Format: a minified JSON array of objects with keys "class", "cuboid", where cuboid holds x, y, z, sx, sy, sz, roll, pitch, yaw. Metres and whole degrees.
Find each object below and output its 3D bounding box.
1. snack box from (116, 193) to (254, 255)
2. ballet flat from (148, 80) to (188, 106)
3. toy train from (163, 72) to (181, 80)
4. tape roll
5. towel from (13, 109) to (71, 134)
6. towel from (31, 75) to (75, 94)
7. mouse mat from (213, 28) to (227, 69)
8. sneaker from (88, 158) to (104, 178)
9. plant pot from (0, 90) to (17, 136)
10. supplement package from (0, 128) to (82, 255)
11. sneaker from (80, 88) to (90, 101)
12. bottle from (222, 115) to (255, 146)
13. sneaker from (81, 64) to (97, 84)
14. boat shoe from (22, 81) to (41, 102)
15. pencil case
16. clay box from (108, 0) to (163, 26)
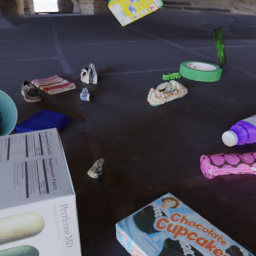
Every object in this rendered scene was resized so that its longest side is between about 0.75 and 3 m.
[{"class":"snack box","cuboid":[1.074,2.202,4.857,1.427,0.456,2.456,-20,34,-33]},{"class":"ballet flat","cuboid":[1.755,-1.565,11.704,0.898,0.759,2.374,24,35,37]},{"class":"toy train","cuboid":[2.233,-2.649,14.258,1.031,0.291,0.215,-12,30,-21]},{"class":"tape roll","cuboid":[3.736,-2.943,14.441,2.085,0.501,2.085,4,27,-2]},{"class":"towel","cuboid":[-2.805,-0.067,9.314,1.190,0.399,1.612,16,31,15]},{"class":"towel","cuboid":[-3.534,-2.081,13.269,1.381,0.218,1.917,-23,35,-35]},{"class":"mouse mat","cuboid":[2.032,-1.759,6.141,0.039,0.826,1.026,-7,17,30]},{"class":"sneaker","cuboid":[-0.793,1.047,7.312,0.301,0.299,0.831,39,25,-2]},{"class":"plant pot","cuboid":[-4.447,-0.377,8.794,1.658,1.658,1.111,-18,6,-30]},{"class":"supplement package","cuboid":[-2.245,1.488,4.505,2.663,2.021,2.006,-9,29,-17]},{"class":"sneaker","cuboid":[-1.861,-1.448,11.889,0.376,0.369,0.975,-4,26,-16]},{"class":"bottle","cuboid":[3.734,0.094,8.688,1.897,0.619,0.792,-17,34,-30]},{"class":"sneaker","cuboid":[-2.012,-2.764,14.021,0.718,0.709,1.809,-1,29,-14]},{"class":"boat shoe","cuboid":[-4.165,-1.573,11.855,0.628,0.618,1.685,-19,33,-31]},{"class":"pencil case","cuboid":[2.631,0.950,7.057,1.497,0.679,0.701,-4,30,-3]},{"class":"clay box","cuboid":[0.333,-5.190,11.660,2.018,1.160,0.480,-17,55,26]}]
